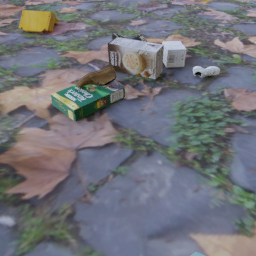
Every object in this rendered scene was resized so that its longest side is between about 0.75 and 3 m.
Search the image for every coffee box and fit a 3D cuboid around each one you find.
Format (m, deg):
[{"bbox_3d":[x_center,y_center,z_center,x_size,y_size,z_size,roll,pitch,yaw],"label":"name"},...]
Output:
[{"bbox_3d":[-1.369,-1.138,9.895,2.282,0.502,1.403,-29,47,-33],"label":"coffee box"},{"bbox_3d":[0.316,-2.917,11.649,2.159,1.235,0.861,16,42,21],"label":"coffee box"}]

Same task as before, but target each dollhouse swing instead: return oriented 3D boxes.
[{"bbox_3d":[-5.087,-6.026,16.411,1.753,1.541,1.593,7,80,8],"label":"dollhouse swing"}]

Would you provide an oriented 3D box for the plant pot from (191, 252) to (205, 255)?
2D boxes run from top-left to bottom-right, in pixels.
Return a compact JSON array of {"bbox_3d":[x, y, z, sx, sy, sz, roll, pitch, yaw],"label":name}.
[{"bbox_3d":[1.366,2.768,4.668,0.836,0.836,1.183,-21,37,-25],"label":"plant pot"}]

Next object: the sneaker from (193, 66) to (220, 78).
[{"bbox_3d":[3.213,-2.243,11.508,1.111,0.421,0.511,4,45,17],"label":"sneaker"}]

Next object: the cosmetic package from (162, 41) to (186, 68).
[{"bbox_3d":[2.009,-3.284,12.429,0.837,0.842,1.006,-5,38,-6],"label":"cosmetic package"}]

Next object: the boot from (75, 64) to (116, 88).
[{"bbox_3d":[-1.099,-1.660,9.707,1.470,0.555,0.541,-25,-2,-3],"label":"boot"}]

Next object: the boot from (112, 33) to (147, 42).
[{"bbox_3d":[0.067,-4.311,13.931,1.279,0.622,1.699,-21,46,-23],"label":"boot"}]
